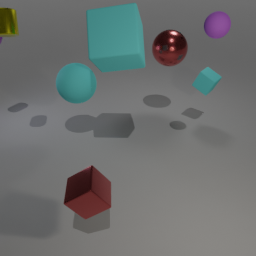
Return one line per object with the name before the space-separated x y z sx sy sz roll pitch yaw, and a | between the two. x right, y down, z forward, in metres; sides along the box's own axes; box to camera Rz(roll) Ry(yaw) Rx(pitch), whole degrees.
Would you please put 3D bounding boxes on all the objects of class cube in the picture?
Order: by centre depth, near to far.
cube | -0.828 1.356 5.892 0.700 0.700 0.700 -29 34 18
cube | -0.304 -2.526 8.092 1.400 1.400 1.400 -4 -5 9
cube | 3.060 -1.818 10.875 0.700 0.700 0.700 41 45 14

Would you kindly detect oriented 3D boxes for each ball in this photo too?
ball | 2.417 -2.787 7.584 0.700 0.700 0.700 0 30 0
ball | -1.796 -1.553 9.764 1.400 1.400 1.400 0 30 0
ball | 1.645 -3.137 11.031 1.400 1.400 1.400 0 30 0

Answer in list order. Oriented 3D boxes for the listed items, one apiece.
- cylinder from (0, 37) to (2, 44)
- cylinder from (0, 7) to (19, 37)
cylinder | -4.874 -3.221 9.699 0.700 0.700 0.700 12 9 20
cylinder | -3.495 -2.975 7.931 0.700 0.700 0.700 -2 12 0
